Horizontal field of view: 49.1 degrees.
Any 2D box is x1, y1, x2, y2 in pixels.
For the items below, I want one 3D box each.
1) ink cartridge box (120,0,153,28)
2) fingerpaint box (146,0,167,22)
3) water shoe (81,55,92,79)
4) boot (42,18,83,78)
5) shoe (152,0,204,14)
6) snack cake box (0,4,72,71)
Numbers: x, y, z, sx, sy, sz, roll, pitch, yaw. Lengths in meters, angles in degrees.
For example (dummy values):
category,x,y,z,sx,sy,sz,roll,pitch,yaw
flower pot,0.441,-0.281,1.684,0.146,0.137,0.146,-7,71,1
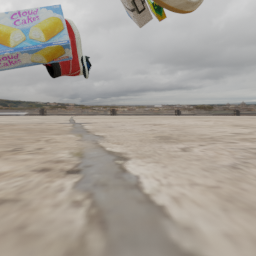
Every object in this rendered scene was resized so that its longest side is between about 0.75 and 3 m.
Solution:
category,x,y,z,sx,sy,sz,roll,pitch,yaw
ink cartridge box,0.057,-2.561,5.487,0.353,0.604,1.042,-36,-36,5
fingerpaint box,0.946,-4.213,9.650,0.329,0.896,0.748,-29,-45,8
water shoe,-1.254,-1.906,8.730,0.309,0.783,0.280,-4,-13,-32
boot,-2.354,-2.751,9.576,1.473,2.042,0.739,-16,6,-41
shoe,0.377,-2.873,4.212,2.950,1.031,0.787,35,-7,-35
snack cake box,-2.697,-2.323,7.280,2.254,1.296,0.757,-13,-17,-9
